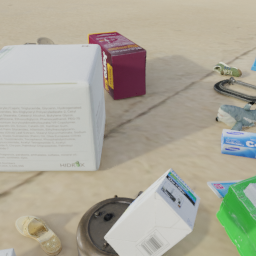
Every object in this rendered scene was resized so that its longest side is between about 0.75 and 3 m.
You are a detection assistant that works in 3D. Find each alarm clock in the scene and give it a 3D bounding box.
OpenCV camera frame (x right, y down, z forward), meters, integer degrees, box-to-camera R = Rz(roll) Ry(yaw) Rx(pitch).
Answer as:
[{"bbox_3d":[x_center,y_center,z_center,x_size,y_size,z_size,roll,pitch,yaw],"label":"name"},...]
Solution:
[{"bbox_3d":[-0.237,1.953,4.599,1.452,0.717,2.153,16,39,23],"label":"alarm clock"}]

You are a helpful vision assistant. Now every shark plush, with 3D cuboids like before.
[{"bbox_3d":[3.501,-0.395,8.125,1.918,0.799,0.872,-2,33,-4],"label":"shark plush"}]

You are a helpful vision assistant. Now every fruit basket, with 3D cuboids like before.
[{"bbox_3d":[3.012,1.564,4.704,2.603,1.220,2.410,-4,33,-12],"label":"fruit basket"}]

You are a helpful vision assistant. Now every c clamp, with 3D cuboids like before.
[{"bbox_3d":[4.375,-1.422,10.288,2.226,0.301,1.902,22,44,29],"label":"c clamp"}]

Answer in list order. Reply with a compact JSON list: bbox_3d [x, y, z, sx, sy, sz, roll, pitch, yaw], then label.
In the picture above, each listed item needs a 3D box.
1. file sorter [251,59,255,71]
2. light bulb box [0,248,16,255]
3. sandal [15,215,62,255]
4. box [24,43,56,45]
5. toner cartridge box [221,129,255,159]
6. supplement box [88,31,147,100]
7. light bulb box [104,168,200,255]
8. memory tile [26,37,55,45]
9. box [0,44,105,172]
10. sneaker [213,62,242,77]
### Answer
[{"bbox_3d":[6.765,-3.548,12.313,1.851,1.636,2.667,16,36,25],"label":"file sorter"},{"bbox_3d":[-2.185,2.476,3.525,1.433,0.894,1.420,-6,33,-7],"label":"light bulb box"},{"bbox_3d":[-1.640,1.797,5.066,1.189,0.391,0.436,24,40,33],"label":"sandal"},{"bbox_3d":[-3.873,-2.894,11.914,1.637,0.936,1.797,7,33,7],"label":"box"},{"bbox_3d":[3.231,0.451,7.231,1.541,0.333,0.732,8,33,12],"label":"toner cartridge box"},{"bbox_3d":[-0.487,-2.463,10.574,1.277,1.645,2.981,-13,34,-19],"label":"supplement box"},{"bbox_3d":[0.317,1.019,3.236,0.536,0.851,0.859,47,20,8],"label":"light bulb box"},{"bbox_3d":[-3.218,-2.237,10.396,2.247,0.246,2.932,37,46,3],"label":"memory tile"},{"bbox_3d":[-1.994,-0.607,7.026,2.702,2.315,2.689,0,32,0],"label":"box"},{"bbox_3d":[4.068,-2.343,11.632,0.542,0.405,1.207,-30,45,-17],"label":"sneaker"}]
